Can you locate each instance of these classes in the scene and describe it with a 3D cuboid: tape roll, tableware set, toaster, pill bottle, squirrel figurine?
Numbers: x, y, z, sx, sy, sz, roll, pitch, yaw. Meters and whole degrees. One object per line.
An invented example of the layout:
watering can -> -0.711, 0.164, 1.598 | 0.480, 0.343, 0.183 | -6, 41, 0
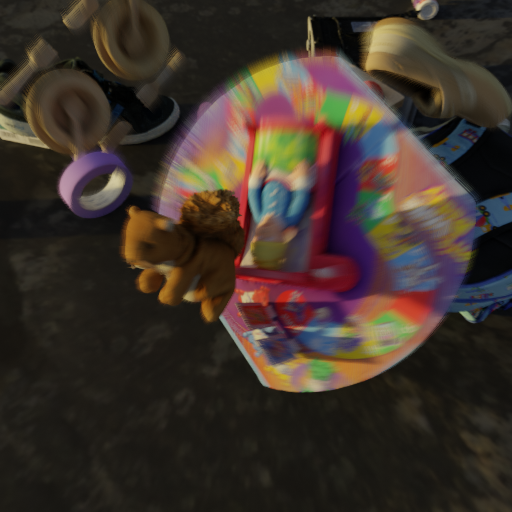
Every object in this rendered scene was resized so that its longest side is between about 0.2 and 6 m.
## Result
tape roll -> -2.640, -1.166, 9.290 | 1.128, 1.128, 0.370 | -31, 63, -22
tableware set -> -2.556, -3.077, 9.498 | 0.623, 2.054, 3.107 | 21, 72, 51
toaster -> 2.177, -3.707, 11.120 | 2.411, 1.431, 2.180 | -2, 52, -1
pill bottle -> 4.104, -6.215, 13.691 | 0.492, 0.492, 0.883 | -2, 52, -2
squirrel figurine -> -0.789, -0.172, 6.229 | 1.019, 1.344, 1.440 | 24, 72, 46

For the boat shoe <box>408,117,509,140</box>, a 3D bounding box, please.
boat shoe -> 3.567, -1.981, 10.198 | 2.337, 0.873, 0.799 | -17, 58, -2

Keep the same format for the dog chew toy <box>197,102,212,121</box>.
dog chew toy -> -0.925, -2.727, 10.971 | 0.519, 0.519, 0.833 | -9, 43, -7

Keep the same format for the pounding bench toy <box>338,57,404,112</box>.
pounding bench toy -> 0.951, -1.900, 9.366 | 2.487, 1.940, 1.545 | -34, 59, -23

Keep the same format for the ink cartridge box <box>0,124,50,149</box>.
ink cartridge box -> -4.284, -2.715, 11.064 | 1.051, 0.327, 1.306 | 12, 54, 8

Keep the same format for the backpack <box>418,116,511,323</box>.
backpack -> 2.824, -0.385, 8.080 | 3.092, 2.080, 2.823 | -26, 56, -20

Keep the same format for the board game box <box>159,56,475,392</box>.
board game box -> 0.390, -0.545, 7.055 | 3.517, 0.867, 4.451 | -42, 69, 17

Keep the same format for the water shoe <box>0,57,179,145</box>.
water shoe -> -3.063, -2.887, 10.336 | 3.375, 1.332, 1.207 | -5, 51, -16

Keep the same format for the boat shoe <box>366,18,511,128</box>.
boat shoe -> 2.400, -2.200, 7.438 | 2.351, 0.838, 0.759 | 22, 82, -22
